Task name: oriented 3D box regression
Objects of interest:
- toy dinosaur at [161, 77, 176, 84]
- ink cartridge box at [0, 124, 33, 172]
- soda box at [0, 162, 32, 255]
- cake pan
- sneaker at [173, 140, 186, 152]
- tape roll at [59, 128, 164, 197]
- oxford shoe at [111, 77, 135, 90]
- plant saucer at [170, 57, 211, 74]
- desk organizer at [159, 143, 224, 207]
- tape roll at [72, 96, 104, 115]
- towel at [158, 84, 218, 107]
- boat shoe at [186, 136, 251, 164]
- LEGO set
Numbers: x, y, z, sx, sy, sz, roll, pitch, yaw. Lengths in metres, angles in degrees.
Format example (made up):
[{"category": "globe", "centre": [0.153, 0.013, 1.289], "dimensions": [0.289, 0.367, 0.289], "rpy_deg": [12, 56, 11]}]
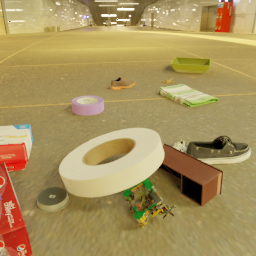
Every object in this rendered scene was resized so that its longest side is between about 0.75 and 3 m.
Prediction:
[{"category": "toy dinosaur", "centre": [2.565, -2.838, 17.061], "dimensions": [1.077, 0.313, 0.544], "rpy_deg": [8, 40, 34]}, {"category": "ink cartridge box", "centre": [-3.747, 0.602, 8.891], "dimensions": [1.146, 0.664, 1.973], "rpy_deg": [-5, 26, -10]}, {"category": "soda box", "centre": [-2.862, 1.778, 6.111], "dimensions": [0.906, 0.820, 2.587], "rpy_deg": [-14, 29, -26]}, {"category": "cake pan", "centre": [-1.876, 1.757, 6.979], "dimensions": [0.836, 0.153, 0.836], "rpy_deg": [0, 25, 0]}, {"category": "sneaker", "centre": [1.549, 0.679, 9.086], "dimensions": [0.360, 0.388, 0.957], "rpy_deg": [19, 32, 33]}, {"category": "tape roll", "centre": [-0.451, 0.821, 7.633], "dimensions": [2.891, 0.528, 2.891], "rpy_deg": [-16, 18, 6]}, {"category": "oxford shoe", "centre": [-0.255, -2.627, 16.102], "dimensions": [1.626, 0.593, 0.580], "rpy_deg": [-18, 30, -35]}, {"category": "plant saucer", "centre": [4.548, -4.500, 20.166], "dimensions": [2.711, 0.649, 2.707], "rpy_deg": [6, 25, 14]}, {"category": "desk organizer", "centre": [1.448, 1.193, 7.542], "dimensions": [0.781, 0.728, 2.030], "rpy_deg": [-23, 32, -33]}, {"category": "tape roll", "centre": [-1.828, -1.043, 12.767], "dimensions": [1.438, 0.472, 1.438], "rpy_deg": [0, 25, 0]}, {"category": "towel", "centre": [3.043, -1.742, 14.402], "dimensions": [1.934, 0.398, 2.592], "rpy_deg": [-15, 28, -28]}, {"category": "boat shoe", "centre": [2.851, 0.606, 8.727], "dimensions": [2.291, 0.759, 0.801], "rpy_deg": [-3, 25, -12]}, {"category": "LEGO set", "centre": [0.482, 1.809, 6.527], "dimensions": [0.935, 0.704, 1.216], "rpy_deg": [-39, 31, -10]}]
